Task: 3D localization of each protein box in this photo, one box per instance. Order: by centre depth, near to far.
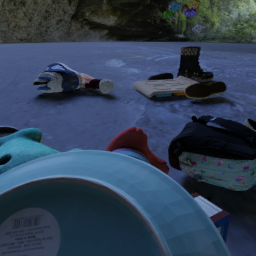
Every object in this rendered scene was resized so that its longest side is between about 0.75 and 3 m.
[{"bbox_3d":[0.703,1.370,3.379,0.815,0.809,0.550,-13,24,-31],"label":"protein box"}]

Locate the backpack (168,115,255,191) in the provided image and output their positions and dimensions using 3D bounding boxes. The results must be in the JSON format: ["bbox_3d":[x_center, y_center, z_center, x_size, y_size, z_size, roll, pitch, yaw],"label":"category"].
[{"bbox_3d":[1.742,0.489,5.397,1.609,1.018,1.342,12,42,32],"label":"backpack"}]

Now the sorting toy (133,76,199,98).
[{"bbox_3d":[1.706,-1.798,12.474,2.452,0.447,2.270,-10,22,-14],"label":"sorting toy"}]

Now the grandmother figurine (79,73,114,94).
[{"bbox_3d":[-1.514,-2.024,12.635,1.455,0.727,2.400,-26,29,-35],"label":"grandmother figurine"}]

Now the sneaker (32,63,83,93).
[{"bbox_3d":[-3.618,-2.322,12.766,2.737,1.103,2.004,24,27,37],"label":"sneaker"}]

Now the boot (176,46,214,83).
[{"bbox_3d":[3.510,-3.258,14.343,2.336,1.759,0.855,-9,22,-23],"label":"boot"}]

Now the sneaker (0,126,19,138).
[{"bbox_3d":[-3.748,0.377,6.198,2.571,0.957,1.125,0,6,-31],"label":"sneaker"}]

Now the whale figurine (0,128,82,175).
[{"bbox_3d":[-1.547,0.643,3.995,2.025,1.321,2.545,-22,39,-14],"label":"whale figurine"}]

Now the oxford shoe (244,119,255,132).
[{"bbox_3d":[3.393,0.363,6.081,0.747,0.793,2.119,-17,26,-37],"label":"oxford shoe"}]

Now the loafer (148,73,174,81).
[{"bbox_3d":[1.645,-2.577,14.284,1.447,0.528,0.514,-8,23,-21],"label":"loafer"}]

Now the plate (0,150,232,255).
[{"bbox_3d":[-0.640,1.321,2.039,2.970,0.380,2.970,-6,52,8],"label":"plate"}]

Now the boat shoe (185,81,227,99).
[{"bbox_3d":[3.076,-1.466,11.364,1.837,0.663,0.597,-12,-13,-17],"label":"boat shoe"}]

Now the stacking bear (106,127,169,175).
[{"bbox_3d":[-0.046,0.955,4.151,1.082,1.156,1.903,-32,14,17],"label":"stacking bear"}]

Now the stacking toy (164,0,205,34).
[{"bbox_3d":[1.714,-3.747,8.880,1.580,1.191,0.371,9,-27,-26],"label":"stacking toy"}]
